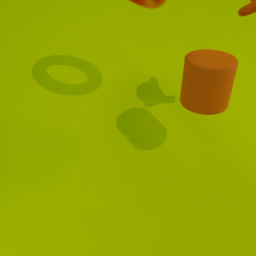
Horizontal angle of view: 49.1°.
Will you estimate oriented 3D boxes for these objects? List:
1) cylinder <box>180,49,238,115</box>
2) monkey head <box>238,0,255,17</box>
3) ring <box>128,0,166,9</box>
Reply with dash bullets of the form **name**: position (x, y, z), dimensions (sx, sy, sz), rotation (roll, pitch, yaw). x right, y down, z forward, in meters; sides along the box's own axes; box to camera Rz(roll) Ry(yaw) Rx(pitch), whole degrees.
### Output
- **cylinder**: position (1.529, -0.895, 5.404), dimensions (0.962, 0.962, 0.962), rotation (0, 36, 0)
- **monkey head**: position (2.569, -2.365, 4.761), dimensions (1.320, 0.950, 0.796), rotation (-55, 41, 20)
- **ring**: position (-0.108, -2.912, 5.187), dimensions (1.967, 1.967, 0.393), rotation (35, 98, 16)
